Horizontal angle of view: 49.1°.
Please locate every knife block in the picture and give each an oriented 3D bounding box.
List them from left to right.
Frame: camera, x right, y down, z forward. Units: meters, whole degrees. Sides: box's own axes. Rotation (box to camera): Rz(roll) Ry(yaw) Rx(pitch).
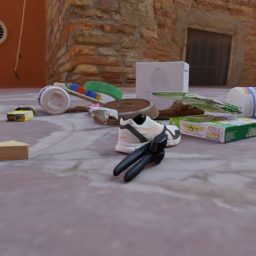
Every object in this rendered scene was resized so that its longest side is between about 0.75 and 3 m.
[{"bbox_3d":[-2.870,0.542,6.300,1.030,0.330,0.904,8,14,36],"label":"knife block"}]

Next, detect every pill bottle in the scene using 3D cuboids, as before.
[{"bbox_3d":[-3.913,-1.475,14.462,1.373,1.373,2.475,-4,11,-22],"label":"pill bottle"},{"bbox_3d":[5.160,-0.786,10.418,2.632,1.475,1.475,0,10,-5],"label":"pill bottle"}]

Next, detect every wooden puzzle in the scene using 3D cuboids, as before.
[{"bbox_3d":[-2.574,-1.922,15.646,2.854,0.661,2.643,24,-2,-27],"label":"wooden puzzle"}]

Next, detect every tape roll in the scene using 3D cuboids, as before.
[{"bbox_3d":[-1.572,-2.134,17.455,2.476,0.595,2.476,11,-12,2],"label":"tape roll"}]

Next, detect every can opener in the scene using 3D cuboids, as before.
[{"bbox_3d":[0.249,0.584,5.582,0.547,0.678,1.725,16,26,31],"label":"can opener"}]

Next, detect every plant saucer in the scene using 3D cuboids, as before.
[{"bbox_3d":[-0.095,-0.754,11.617,2.736,0.471,2.736,-5,21,2],"label":"plant saucer"}]

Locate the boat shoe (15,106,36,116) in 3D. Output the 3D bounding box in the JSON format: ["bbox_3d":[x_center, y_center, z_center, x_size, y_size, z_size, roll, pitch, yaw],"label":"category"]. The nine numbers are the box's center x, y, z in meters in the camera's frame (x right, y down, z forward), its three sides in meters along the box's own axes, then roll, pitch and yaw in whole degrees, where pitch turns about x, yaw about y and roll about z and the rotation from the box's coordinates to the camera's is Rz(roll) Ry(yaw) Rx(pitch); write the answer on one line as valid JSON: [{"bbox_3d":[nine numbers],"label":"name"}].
[{"bbox_3d":[-4.820,-0.756,13.145,1.421,0.520,0.460,3,19,43],"label":"boat shoe"}]

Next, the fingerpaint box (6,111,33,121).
[{"bbox_3d":[-4.630,-0.517,12.052,0.780,0.343,0.935,-1,11,2],"label":"fingerpaint box"}]

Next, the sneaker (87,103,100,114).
[{"bbox_3d":[-1.764,-0.863,13.856,0.659,0.546,1.381,-16,4,12],"label":"sneaker"}]

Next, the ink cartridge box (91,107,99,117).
[{"bbox_3d":[-1.003,-0.765,13.149,1.282,0.435,0.738,-6,12,-30],"label":"ink cartridge box"}]

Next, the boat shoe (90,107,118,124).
[{"bbox_3d":[-0.834,-0.406,10.005,1.160,0.495,0.429,8,-26,-45],"label":"boat shoe"}]

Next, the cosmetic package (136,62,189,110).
[{"bbox_3d":[1.811,-2.125,14.769,2.512,2.520,1.549,4,9,21],"label":"cosmetic package"}]

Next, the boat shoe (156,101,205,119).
[{"bbox_3d":[2.202,-0.819,12.357,2.422,0.823,0.871,-2,10,-9],"label":"boat shoe"}]

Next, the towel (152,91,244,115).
[{"bbox_3d":[2.308,-0.838,9.403,2.498,0.292,1.906,10,3,-26],"label":"towel"}]

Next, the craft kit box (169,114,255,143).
[{"bbox_3d":[2.919,-0.065,9.231,2.245,0.545,2.217,-7,10,-36],"label":"craft kit box"}]

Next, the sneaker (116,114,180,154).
[{"bbox_3d":[0.648,0.066,7.369,0.839,0.911,2.277,8,11,43],"label":"sneaker"}]

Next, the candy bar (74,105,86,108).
[{"bbox_3d":[-2.908,-1.334,17.201,0.246,0.109,0.988,8,13,38],"label":"candy bar"}]
